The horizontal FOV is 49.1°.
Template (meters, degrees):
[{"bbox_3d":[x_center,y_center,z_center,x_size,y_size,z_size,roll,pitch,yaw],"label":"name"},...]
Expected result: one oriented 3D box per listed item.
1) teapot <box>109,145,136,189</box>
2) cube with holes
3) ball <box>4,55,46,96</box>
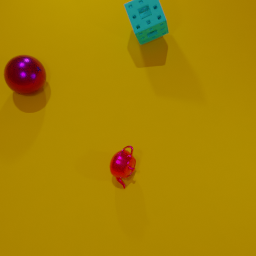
[{"bbox_3d":[-0.097,0.998,7.224,0.593,0.754,1.212,23,109,27],"label":"teapot"},{"bbox_3d":[0.587,-3.322,8.555,0.981,0.981,0.981,-21,83,10],"label":"cube with holes"},{"bbox_3d":[-2.946,-1.514,8.056,1.155,1.155,1.155,0,67,0],"label":"ball"}]
